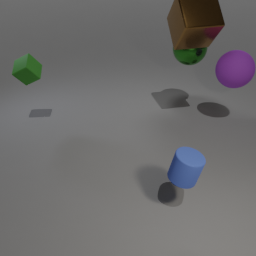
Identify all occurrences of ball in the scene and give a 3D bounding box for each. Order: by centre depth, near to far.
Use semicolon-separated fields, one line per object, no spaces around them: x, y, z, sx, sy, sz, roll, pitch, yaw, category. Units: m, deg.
3.990;-2.188;10.453;1.400;1.400;1.400;0;30;0;ball
2.554;-3.298;11.546;1.400;1.400;1.400;0;30;0;ball

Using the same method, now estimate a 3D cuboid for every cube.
2.330;-3.770;9.889;1.400;1.400;1.400;-8;-13;-9;cube
-3.601;-2.088;10.029;0.700;0.700;0.700;-19;55;21;cube

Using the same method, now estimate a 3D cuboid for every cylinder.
1.334;0.909;6.444;0.700;0.700;0.700;10;33;-7;cylinder
